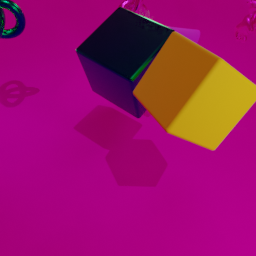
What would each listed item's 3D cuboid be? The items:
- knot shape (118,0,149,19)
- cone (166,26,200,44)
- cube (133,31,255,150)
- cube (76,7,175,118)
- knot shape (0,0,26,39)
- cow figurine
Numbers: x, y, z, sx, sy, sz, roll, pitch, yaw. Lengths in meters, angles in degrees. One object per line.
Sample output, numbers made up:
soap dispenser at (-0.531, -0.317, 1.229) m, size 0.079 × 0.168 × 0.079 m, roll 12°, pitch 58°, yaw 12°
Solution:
knot shape at (0.194, -3.192, 7.931) m, size 0.658 × 1.333 × 1.424 m, roll 8°, pitch 76°, yaw 13°
cone at (0.891, -2.094, 6.515) m, size 1.096 × 1.092 × 1.092 m, roll 30°, pitch 42°, yaw -15°
cube at (0.970, -0.523, 4.117) m, size 1.109 × 1.109 × 1.109 m, roll 20°, pitch 23°, yaw -38°
cube at (0.029, -1.282, 5.608) m, size 1.340 × 1.340 × 1.340 m, roll 33°, pitch 72°, yaw 22°
knot shape at (-3.181, -2.590, 6.702) m, size 1.395 × 1.491 × 0.689 m, roll -8°, pitch 8°, yaw -7°
cow figurine at (3.539, -3.160, 8.206) m, size 0.572 × 1.041 × 1.025 m, roll 3°, pitch 77°, yaw -28°
